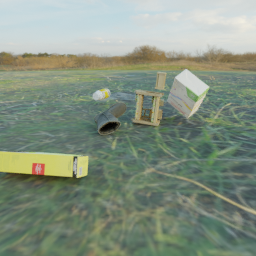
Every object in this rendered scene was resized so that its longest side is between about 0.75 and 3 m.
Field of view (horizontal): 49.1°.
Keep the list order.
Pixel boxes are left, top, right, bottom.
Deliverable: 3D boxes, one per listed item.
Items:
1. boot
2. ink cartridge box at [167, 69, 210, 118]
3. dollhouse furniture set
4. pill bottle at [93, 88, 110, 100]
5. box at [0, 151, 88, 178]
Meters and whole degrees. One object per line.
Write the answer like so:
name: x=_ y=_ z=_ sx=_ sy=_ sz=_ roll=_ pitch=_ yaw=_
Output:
boot: x=-0.468 y=-0.327 z=8.733 sx=1.287 sy=0.514 sz=1.416 roll=-33 pitch=14 yaw=-7
ink cartridge box: x=1.987 y=-1.046 z=9.673 sx=0.593 sy=1.763 sz=1.032 roll=-40 pitch=71 yaw=-21
dollhouse furniture set: x=0.763 y=-1.125 z=9.730 sx=0.956 sy=1.720 sz=1.521 roll=9 pitch=15 yaw=10
pill bottle: x=-1.243 y=-1.546 z=13.036 sx=0.465 sy=0.465 sz=0.827 roll=10 pitch=22 yaw=34
box: x=-1.603 y=0.665 z=5.258 sx=1.606 sy=0.402 sz=0.604 roll=3 pitch=-4 yaw=9
